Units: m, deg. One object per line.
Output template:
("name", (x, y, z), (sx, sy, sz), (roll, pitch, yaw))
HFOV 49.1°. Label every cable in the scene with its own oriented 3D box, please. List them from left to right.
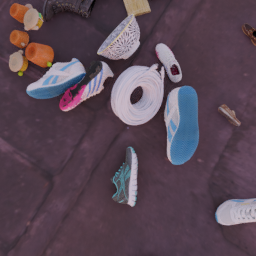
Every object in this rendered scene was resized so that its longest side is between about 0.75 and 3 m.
("cable", (0.342, -1.158, 9.958), (2.101, 0.727, 2.100), (-23, 125, -27))

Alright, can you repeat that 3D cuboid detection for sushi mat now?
("sushi mat", (0.212, -5.550, 11.540), (0.962, 0.122, 2.010), (-16, 81, -1))

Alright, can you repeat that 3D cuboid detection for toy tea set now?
("toy tea set", (-3.721, -3.528, 10.963), (1.750, 1.089, 2.943), (-7, 83, 29))

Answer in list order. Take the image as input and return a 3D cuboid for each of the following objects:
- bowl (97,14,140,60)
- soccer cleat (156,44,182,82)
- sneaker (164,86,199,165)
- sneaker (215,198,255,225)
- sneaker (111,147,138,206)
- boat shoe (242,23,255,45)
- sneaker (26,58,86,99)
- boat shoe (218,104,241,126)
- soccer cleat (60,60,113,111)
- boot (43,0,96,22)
("bowl", (-0.169, -3.213, 10.515), (0.918, 1.957, 1.957), (41, 82, -22))
("soccer cleat", (1.616, -2.593, 10.759), (0.602, 0.744, 1.724), (-26, 81, -4))
("sneaker", (1.870, -0.071, 10.177), (1.067, 1.126, 2.788), (6, 89, -18))
("sneaker", (4.180, 2.909, 9.819), (2.201, 0.889, 0.842), (-12, 83, -1))
("sneaker", (-0.143, 1.721, 10.082), (0.962, 0.819, 2.110), (2, 80, 4))
("boat shoe", (4.968, -3.787, 11.144), (0.368, 0.368, 1.047), (-35, 81, -3))
("sneaker", (-2.751, -1.853, 10.652), (2.314, 0.885, 0.935), (-24, 72, -9))
("boat shoe", (3.903, -0.507, 10.622), (0.368, 0.388, 1.024), (-44, 85, -8))
("soccer cleat", (-1.523, -1.423, 10.551), (2.417, 1.044, 0.844), (-44, 51, 14))
("boot", (-2.290, -4.816, 11.148), (1.698, 0.675, 1.951), (26, 80, 5))
